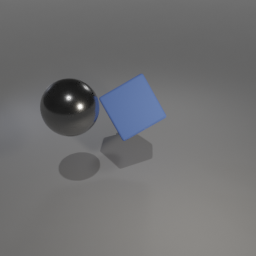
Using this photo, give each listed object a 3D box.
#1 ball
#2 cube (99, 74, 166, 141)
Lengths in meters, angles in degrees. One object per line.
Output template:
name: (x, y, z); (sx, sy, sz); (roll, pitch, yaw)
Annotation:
ball: (-1.394, -0.493, 6.766); (1.400, 1.400, 1.400); (0, 29, 0)
cube: (0.136, -0.604, 8.382); (1.400, 1.400, 1.400); (-30, 3, 2)
